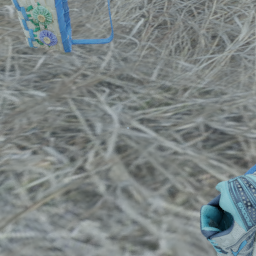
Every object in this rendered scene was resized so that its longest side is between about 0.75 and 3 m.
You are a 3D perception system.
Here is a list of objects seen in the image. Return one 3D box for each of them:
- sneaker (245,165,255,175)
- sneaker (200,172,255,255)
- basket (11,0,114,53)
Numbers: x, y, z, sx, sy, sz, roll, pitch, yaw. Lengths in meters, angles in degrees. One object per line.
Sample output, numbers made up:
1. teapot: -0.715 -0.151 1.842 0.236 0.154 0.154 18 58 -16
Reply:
1. sneaker: 1.999 0.590 3.727 0.527 1.488 0.616 1 38 -18
2. sneaker: 1.180 1.115 3.264 0.788 1.825 0.708 -3 42 -3
3. basket: -1.647 -3.107 7.535 2.455 2.164 1.707 -11 53 -5
